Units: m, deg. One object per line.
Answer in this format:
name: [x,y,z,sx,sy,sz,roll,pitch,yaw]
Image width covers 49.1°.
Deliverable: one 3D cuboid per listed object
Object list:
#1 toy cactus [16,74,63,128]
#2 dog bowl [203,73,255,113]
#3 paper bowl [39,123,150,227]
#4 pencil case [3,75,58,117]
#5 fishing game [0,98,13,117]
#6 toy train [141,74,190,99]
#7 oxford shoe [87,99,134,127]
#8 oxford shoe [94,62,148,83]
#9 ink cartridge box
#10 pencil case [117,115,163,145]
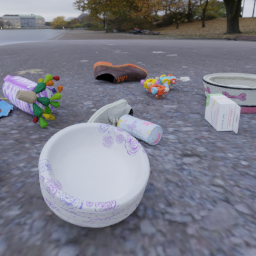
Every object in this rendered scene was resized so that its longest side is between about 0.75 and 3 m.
toy cactus: [-2.776,-0.918,8.707,0.881,1.723,1.422,15,2,42]
dog bowl: [4.344,-1.414,11.030,2.813,1.037,2.813,0,22,0]
paper bowl: [-0.592,0.835,4.908,1.828,0.951,1.828,6,45,-6]
pencil case: [-3.680,-1.221,10.287,2.764,1.182,1.160,19,67,47]
fishing game: [-5.209,-0.699,9.996,2.107,0.457,2.943,1,24,0]
toy train: [1.633,-1.844,12.733,2.403,0.668,1.805,-22,32,-38]
oxford shoe: [-0.513,-0.251,8.493,0.682,0.888,2.362,42,35,11]
oxford shoe: [-0.391,-2.752,14.952,2.914,1.037,1.057,3,52,-5]
ink cartridge box: [2.923,-0.470,8.779,0.514,0.894,1.526,-2,20,-4]
pencil case: [0.316,0.034,7.970,1.361,0.566,0.617,20,32,41]
